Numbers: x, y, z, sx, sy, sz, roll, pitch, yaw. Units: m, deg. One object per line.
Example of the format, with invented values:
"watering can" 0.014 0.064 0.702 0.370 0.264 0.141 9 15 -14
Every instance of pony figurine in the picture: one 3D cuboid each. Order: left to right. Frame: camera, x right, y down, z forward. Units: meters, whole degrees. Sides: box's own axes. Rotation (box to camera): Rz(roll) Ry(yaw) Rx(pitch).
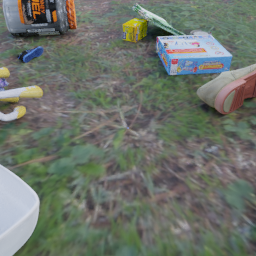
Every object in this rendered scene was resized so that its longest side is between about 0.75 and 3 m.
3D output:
"pony figurine" -3.918 -0.840 6.857 2.568 2.215 2.660 30 31 21

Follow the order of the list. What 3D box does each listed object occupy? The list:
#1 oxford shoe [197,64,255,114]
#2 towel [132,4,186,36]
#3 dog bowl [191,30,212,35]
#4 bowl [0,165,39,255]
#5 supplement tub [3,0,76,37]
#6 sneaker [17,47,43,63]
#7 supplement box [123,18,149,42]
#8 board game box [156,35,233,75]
"oxford shoe" 3.292 -1.433 8.141 2.996 1.060 1.106 -24 41 -29
"towel" 1.387 -4.701 12.357 2.007 0.308 2.631 16 26 -30
"dog bowl" 3.152 -3.982 12.141 0.910 0.267 0.910 0 37 0
"bowl" -2.839 1.531 4.085 2.548 0.952 2.552 21 36 31
"supplement tub" -3.739 -4.941 12.183 2.833 1.736 1.736 -6 38 -7
"sneaker" -3.660 -2.812 10.505 0.415 0.373 1.065 24 44 17
"supplement box" 0.340 -4.288 12.210 0.667 0.663 1.219 19 41 23
"board game box" 2.296 -2.713 10.178 2.169 0.606 2.124 -4 38 -5
